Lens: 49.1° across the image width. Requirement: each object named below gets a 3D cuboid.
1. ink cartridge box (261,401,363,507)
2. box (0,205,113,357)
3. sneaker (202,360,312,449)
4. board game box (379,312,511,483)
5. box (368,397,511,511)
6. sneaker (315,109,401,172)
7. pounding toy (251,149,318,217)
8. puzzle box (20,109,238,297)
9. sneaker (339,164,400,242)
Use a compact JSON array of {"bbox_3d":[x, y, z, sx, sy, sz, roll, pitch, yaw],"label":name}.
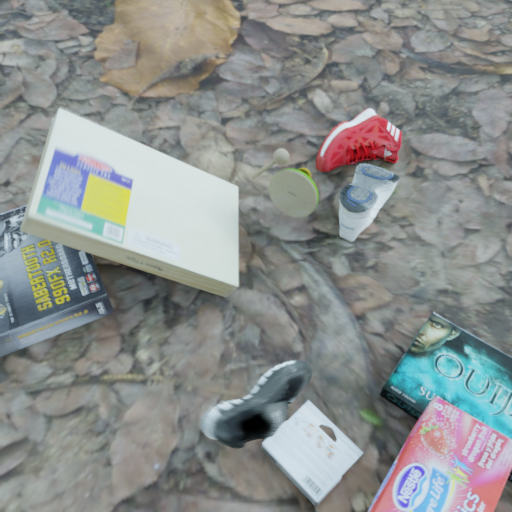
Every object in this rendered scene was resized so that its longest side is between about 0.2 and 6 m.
[{"bbox_3d":[0.903,3.192,9.162,1.103,0.277,1.271,-37,62,-24],"label":"ink cartridge box"},{"bbox_3d":[-4.379,0.264,11.025,2.304,0.703,2.909,-21,56,-15],"label":"box"},{"bbox_3d":[0.213,2.418,8.928,2.075,0.690,0.939,-27,24,-26],"label":"sneaker"},{"bbox_3d":[3.852,2.426,9.640,2.846,0.401,1.925,31,60,21],"label":"board game box"},{"bbox_3d":[2.416,3.723,8.039,1.386,1.448,2.904,29,60,20],"label":"box"},{"bbox_3d":[2.522,-2.503,12.944,1.368,0.928,2.368,35,62,24],"label":"sneaker"},{"bbox_3d":[0.779,-1.554,11.738,1.434,1.107,0.665,47,46,-6],"label":"pounding toy"},{"bbox_3d":[-2.154,-0.977,10.755,4.041,0.514,2.688,21,49,-27],"label":"puzzle box"},{"bbox_3d":[2.310,-1.206,12.014,0.928,1.084,2.490,27,40,21],"label":"sneaker"}]
